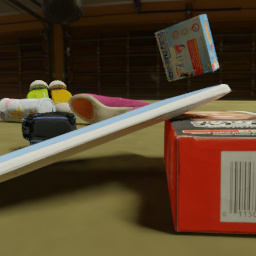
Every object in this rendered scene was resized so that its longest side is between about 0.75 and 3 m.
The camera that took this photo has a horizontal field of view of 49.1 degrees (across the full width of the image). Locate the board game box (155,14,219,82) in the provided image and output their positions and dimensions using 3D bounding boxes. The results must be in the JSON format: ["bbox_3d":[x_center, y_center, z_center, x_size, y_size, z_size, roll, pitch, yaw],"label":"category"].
[{"bbox_3d":[2.300,-3.080,11.088,2.060,2.103,0.588,-6,17,43],"label":"board game box"}]

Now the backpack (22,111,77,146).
[{"bbox_3d":[-1.411,0.061,4.897,0.869,0.698,0.950,-4,8,-30],"label":"backpack"}]

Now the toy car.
[{"bbox_3d":[-3.568,-1.149,12.648,1.937,1.695,1.452,-4,-26,-27],"label":"toy car"}]

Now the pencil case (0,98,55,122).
[{"bbox_3d":[-3.655,-0.654,10.068,2.082,0.866,0.945,2,25,21],"label":"pencil case"}]

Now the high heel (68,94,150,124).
[{"bbox_3d":[-0.491,-0.694,9.360,2.951,0.994,1.415,9,20,25],"label":"high heel"}]

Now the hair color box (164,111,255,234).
[{"bbox_3d":[1.045,0.248,3.108,1.256,0.758,2.474,0,6,5],"label":"hair color box"}]

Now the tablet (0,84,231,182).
[{"bbox_3d":[-0.411,0.063,3.334,2.797,0.191,1.820,-20,5,-19],"label":"tablet"}]
